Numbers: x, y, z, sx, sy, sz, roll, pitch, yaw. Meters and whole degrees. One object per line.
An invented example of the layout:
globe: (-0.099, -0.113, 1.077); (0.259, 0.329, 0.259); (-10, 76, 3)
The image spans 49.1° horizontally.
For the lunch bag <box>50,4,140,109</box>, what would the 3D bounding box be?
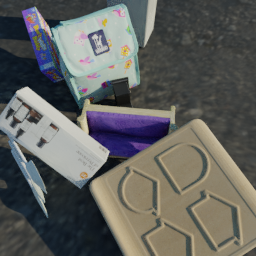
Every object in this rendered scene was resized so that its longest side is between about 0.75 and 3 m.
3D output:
lunch bag: (-0.766, -1.792, 6.934); (1.886, 2.214, 1.350); (-23, 57, -12)

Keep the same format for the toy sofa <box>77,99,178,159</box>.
toy sofa: (-0.014, 0.079, 6.481); (2.217, 0.918, 1.082); (5, 52, 4)

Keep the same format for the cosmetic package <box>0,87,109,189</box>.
cosmetic package: (-1.507, 0.223, 5.696); (2.154, 0.889, 0.546); (39, 19, -9)

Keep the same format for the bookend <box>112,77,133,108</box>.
bookend: (-0.063, -0.603, 6.961); (0.426, 0.926, 0.920); (-14, 56, -4)

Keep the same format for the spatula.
spatula: (-2.096, 0.811, 5.772); (0.152, 1.317, 1.894); (-26, 58, -26)

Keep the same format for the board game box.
board game box: (-2.229, -2.174, 7.536); (0.372, 1.118, 1.663); (-19, 85, 0)

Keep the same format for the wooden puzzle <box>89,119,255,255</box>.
wooden puzzle: (0.996, 1.481, 5.418); (2.727, 0.631, 2.526); (-29, 70, -7)

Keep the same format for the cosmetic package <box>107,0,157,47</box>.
cosmetic package: (0.130, -3.689, 8.121); (1.303, 2.440, 1.100); (19, 57, 7)
